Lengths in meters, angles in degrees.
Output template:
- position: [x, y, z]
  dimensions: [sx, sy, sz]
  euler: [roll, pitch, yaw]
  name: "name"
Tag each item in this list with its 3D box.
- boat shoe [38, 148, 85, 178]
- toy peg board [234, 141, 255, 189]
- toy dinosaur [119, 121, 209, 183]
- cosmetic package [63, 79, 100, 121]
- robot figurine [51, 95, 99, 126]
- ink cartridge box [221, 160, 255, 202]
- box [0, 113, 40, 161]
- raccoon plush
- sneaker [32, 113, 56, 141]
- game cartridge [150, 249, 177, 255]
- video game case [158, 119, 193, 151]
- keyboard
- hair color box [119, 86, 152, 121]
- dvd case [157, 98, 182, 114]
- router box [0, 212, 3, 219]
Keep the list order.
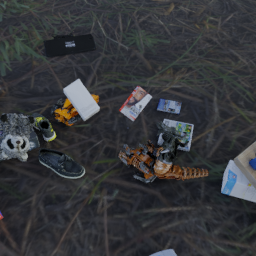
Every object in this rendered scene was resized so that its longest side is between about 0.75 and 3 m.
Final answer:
- position: [-2.326, 1.139, 9.634]
  dimensions: [1.822, 0.604, 0.681]
  euler: [24, 53, 20]
  name: "boat shoe"
- position: [4.927, 1.211, 8.372]
  dimensions: [2.447, 1.197, 2.437]
  euler: [-26, 73, -37]
  name: "toy peg board"
- position: [1.185, 1.040, 9.502]
  dimensions: [2.880, 1.471, 1.955]
  euler: [23, 73, 0]
  name: "toy dinosaur"
- position: [-1.439, -0.867, 8.700]
  dimensions: [0.605, 0.477, 1.125]
  euler: [-35, 90, -13]
  name: "cosmetic package"
- position: [-2.145, -0.816, 11.383]
  dimensions: [1.420, 0.570, 1.959]
  euler: [27, 53, 22]
  name: "robot figurine"
- position: [3.785, 1.735, 8.964]
  dimensions: [1.307, 0.819, 0.840]
  euler: [15, 50, 13]
  name: "ink cartridge box"
- position: [-4.573, 0.395, 10.040]
  dimensions: [2.273, 0.495, 1.821]
  euler: [-22, 43, -25]
  name: "box"
- position: [-3.523, 0.351, 9.127]
  dimensions: [1.034, 2.138, 1.433]
  euler: [4, 84, -8]
  name: "raccoon plush"
- position: [-3.261, -0.187, 10.768]
  dimensions: [0.579, 0.658, 1.554]
  euler: [-32, 56, -26]
  name: "sneaker"
- position: [0.730, 3.952, 7.380]
  dimensions: [1.621, 0.328, 1.081]
  euler: [-22, 49, -19]
  name: "game cartridge"
- position: [1.839, 0.251, 10.730]
  dimensions: [1.184, 0.143, 1.299]
  euler: [12, 49, 10]
  name: "video game case"
- position: [-3.047, -4.371, 14.727]
  dimensions: [2.618, 0.519, 1.362]
  euler: [-11, 73, -11]
  name: "keyboard"
- position: [0.235, -0.765, 8.818]
  dimensions: [0.540, 0.312, 0.975]
  euler: [36, 92, -16]
  name: "hair color box"
- position: [1.755, -0.922, 11.798]
  dimensions: [0.971, 0.085, 0.693]
  euler: [11, 49, 10]
  name: "dvd case"
- position: [-5.067, 2.462, 8.558]
  dimensions: [1.719, 0.468, 1.915]
  euler: [-31, 55, -24]
  name: "router box"
